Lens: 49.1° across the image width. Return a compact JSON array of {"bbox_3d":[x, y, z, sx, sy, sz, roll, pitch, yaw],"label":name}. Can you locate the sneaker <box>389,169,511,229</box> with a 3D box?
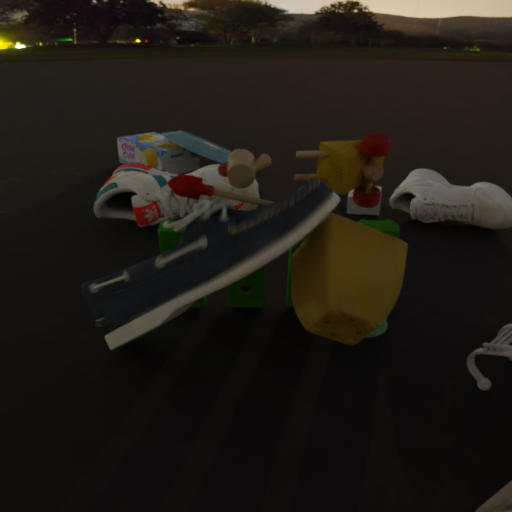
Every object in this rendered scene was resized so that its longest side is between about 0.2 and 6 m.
[{"bbox_3d":[3.297,-0.798,9.542,1.094,0.822,2.195,-36,38,-27],"label":"sneaker"}]

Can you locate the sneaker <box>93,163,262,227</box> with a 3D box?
[{"bbox_3d":[-1.370,-0.874,9.412,2.865,1.009,1.340,6,36,15],"label":"sneaker"}]

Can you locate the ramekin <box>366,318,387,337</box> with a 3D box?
[{"bbox_3d":[1.235,0.677,6.485,0.575,0.281,0.575,0,23,0],"label":"ramekin"}]

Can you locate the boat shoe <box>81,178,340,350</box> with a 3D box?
[{"bbox_3d":[-0.525,-0.064,5.755,2.863,0.885,1.072,-31,0,17],"label":"boat shoe"}]

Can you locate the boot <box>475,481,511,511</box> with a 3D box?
[{"bbox_3d":[3.149,1.319,3.445,2.987,1.084,2.716,-11,-7,-39],"label":"boot"}]

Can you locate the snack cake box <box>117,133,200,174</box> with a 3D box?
[{"bbox_3d":[-2.298,-2.397,13.124,1.074,0.628,1.868,-22,32,-38],"label":"snack cake box"}]

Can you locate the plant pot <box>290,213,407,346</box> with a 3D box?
[{"bbox_3d":[0.902,0.336,5.755,0.949,0.955,0.977,20,53,-13],"label":"plant pot"}]

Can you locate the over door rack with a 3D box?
[{"bbox_3d":[3.301,0.789,5.101,1.612,0.727,2.183,-21,2,-42],"label":"over door rack"}]

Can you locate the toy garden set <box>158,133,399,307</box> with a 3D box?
[{"bbox_3d":[0.250,-0.388,6.420,2.676,2.231,0.534,0,39,-1],"label":"toy garden set"}]

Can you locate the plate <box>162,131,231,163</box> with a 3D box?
[{"bbox_3d":[-1.184,-2.499,12.856,1.991,0.254,1.991,22,13,-5],"label":"plate"}]

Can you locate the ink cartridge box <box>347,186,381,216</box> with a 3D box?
[{"bbox_3d":[2.007,-1.038,10.359,0.599,0.340,0.817,5,24,12],"label":"ink cartridge box"}]
